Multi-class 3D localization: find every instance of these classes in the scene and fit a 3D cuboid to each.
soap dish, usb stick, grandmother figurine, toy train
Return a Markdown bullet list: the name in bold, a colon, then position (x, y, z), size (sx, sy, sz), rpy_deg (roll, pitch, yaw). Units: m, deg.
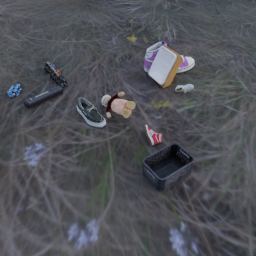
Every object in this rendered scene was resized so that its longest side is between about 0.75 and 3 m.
- **soap dish**: position (1.857, -3.039, 13.804), size (0.702, 1.729, 1.360), rpy_deg (1, 36, -39)
- **usb stick**: position (-3.898, -1.468, 13.036), size (1.908, 0.311, 0.529), rpy_deg (-31, 52, -29)
- **grandmother figurine**: position (-0.542, -0.971, 11.935), size (1.242, 0.620, 2.049), rpy_deg (-51, 35, -6)
- **toy train**: position (-3.724, -2.789, 14.392), size (0.545, 0.406, 2.380), rpy_deg (-22, 48, -26)
- **toy train**: position (-5.435, -1.824, 13.409), size (0.458, 0.348, 0.802), rpy_deg (-3, 43, 5)

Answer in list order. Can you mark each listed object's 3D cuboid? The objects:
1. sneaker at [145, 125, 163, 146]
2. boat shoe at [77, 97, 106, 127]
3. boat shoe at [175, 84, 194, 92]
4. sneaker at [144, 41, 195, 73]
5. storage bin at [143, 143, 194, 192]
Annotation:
- **sneaker**: position (1.031, 0.238, 11.169), size (0.558, 0.353, 0.992), rpy_deg (-14, 52, -9)
- **boat shoe**: position (-1.646, -0.694, 11.946), size (0.667, 0.656, 1.849), rpy_deg (-32, 52, -30)
- **boat shoe**: position (2.647, -1.847, 13.242), size (0.885, 0.327, 0.377), rpy_deg (4, 41, 32)
- **sneaker**: position (2.244, -3.731, 14.569), size (2.744, 1.564, 0.994), rpy_deg (-7, 42, -10)
- **storage bin**: position (1.382, 1.339, 9.714), size (1.571, 0.736, 1.062), rpy_deg (-25, 48, -25)
